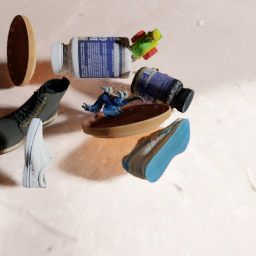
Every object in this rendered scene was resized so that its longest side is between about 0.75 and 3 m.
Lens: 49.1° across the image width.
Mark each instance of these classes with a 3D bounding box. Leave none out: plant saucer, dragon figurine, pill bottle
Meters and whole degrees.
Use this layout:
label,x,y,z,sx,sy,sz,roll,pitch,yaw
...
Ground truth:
label,x,y,z,sx,sy,sz,roll,pitch,yaw
plant saucer,-3.260,-2.335,8.606,0.343,2.126,2.126,-5,44,-39
plant saucer,-0.024,-0.182,7.115,2.277,0.367,2.277,-11,14,3
dragon figurine,-0.386,-0.628,7.706,1.794,0.892,0.528,14,14,16
pill bottle,-1.109,-2.125,8.544,2.297,1.276,1.276,-2,49,-6
pill bottle,1.008,-1.084,8.164,1.697,0.949,0.949,27,54,22

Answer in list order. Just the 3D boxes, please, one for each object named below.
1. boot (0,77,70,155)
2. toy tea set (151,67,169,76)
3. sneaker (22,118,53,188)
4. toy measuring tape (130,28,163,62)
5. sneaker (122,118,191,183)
label,x,y,z,sx,sy,sz,roll,pitch,yaw
boot,-2.513,-0.389,6.834,0.895,1.599,2.312,44,48,-2
toy tea set,1.089,-1.629,8.993,1.105,0.409,0.657,36,59,27
sneaker,-1.937,0.577,6.144,0.578,1.633,0.596,8,20,-9
toy measuring tape,0.320,-2.380,8.663,0.871,2.368,0.871,2,84,-19
sneaker,0.798,0.382,6.951,0.930,0.881,2.303,12,36,40
